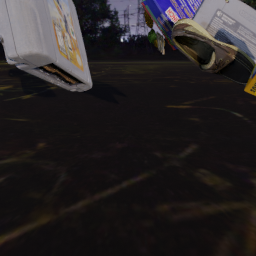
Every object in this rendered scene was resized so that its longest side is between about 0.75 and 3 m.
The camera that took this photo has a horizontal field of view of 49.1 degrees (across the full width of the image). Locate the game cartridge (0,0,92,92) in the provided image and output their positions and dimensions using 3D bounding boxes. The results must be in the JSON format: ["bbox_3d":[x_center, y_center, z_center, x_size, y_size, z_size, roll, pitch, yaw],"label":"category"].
[{"bbox_3d":[-1.227,-1.664,4.318,0.596,1.912,2.871,-9,0,5],"label":"game cartridge"}]

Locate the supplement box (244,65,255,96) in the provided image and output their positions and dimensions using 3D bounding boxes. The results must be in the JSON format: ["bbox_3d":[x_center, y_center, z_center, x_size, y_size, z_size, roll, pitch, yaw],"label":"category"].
[{"bbox_3d":[2.102,-0.953,3.644,0.635,1.160,0.632,26,-21,12],"label":"supplement box"}]

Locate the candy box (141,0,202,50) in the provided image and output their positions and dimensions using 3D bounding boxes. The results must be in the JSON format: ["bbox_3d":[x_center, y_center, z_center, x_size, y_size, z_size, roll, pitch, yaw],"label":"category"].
[{"bbox_3d":[1.507,-3.155,7.161,1.809,1.529,0.697,-44,20,-12],"label":"candy box"}]

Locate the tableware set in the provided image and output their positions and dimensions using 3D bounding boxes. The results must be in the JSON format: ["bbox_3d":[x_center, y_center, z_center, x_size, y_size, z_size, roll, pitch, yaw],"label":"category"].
[{"bbox_3d":[0.931,-3.678,9.138,0.351,2.289,1.542,-20,41,-10],"label":"tableware set"}]

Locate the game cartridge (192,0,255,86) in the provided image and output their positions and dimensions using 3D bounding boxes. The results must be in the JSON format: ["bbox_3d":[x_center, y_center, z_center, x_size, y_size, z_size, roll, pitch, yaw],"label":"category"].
[{"bbox_3d":[1.980,-1.630,5.148,1.796,1.197,0.363,32,-1,-7],"label":"game cartridge"}]

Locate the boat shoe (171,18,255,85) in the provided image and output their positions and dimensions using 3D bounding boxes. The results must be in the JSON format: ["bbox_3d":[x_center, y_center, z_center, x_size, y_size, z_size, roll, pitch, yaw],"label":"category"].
[{"bbox_3d":[1.203,-0.999,4.026,1.423,0.521,0.461,30,53,-2],"label":"boat shoe"}]
